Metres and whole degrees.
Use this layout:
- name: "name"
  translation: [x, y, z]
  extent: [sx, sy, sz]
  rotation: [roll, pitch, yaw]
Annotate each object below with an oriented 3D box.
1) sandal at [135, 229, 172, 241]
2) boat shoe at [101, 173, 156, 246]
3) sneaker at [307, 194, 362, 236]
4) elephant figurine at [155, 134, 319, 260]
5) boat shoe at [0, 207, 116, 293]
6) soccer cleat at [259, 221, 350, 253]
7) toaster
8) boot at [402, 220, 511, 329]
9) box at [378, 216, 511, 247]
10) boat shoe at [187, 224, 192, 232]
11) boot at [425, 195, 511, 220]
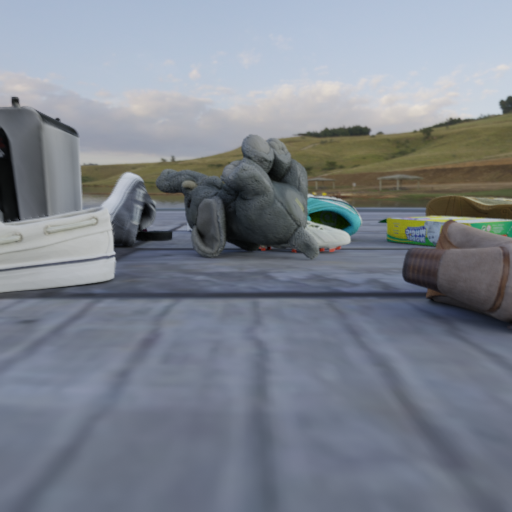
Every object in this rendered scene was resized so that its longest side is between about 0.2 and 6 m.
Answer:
- name: "sandal"
  translation: [-2.778, -0.613, 12.317]
  extent: [2.045, 0.489, 0.769]
  rotation: [3, 6, 17]
- name: "boat shoe"
  translation: [-2.484, -0.920, 11.340]
  extent: [0.938, 0.992, 2.766]
  rotation: [14, 21, -5]
- name: "sneaker"
  translation: [0.712, -0.836, 11.808]
  extent: [3.055, 1.184, 1.217]
  rotation: [0, 15, -2]
- name: "elephant figurine"
  translation: [-0.420, -0.711, 8.935]
  extent: [2.444, 1.896, 1.729]
  rotation: [-26, -48, 36]
- name: "boat shoe"
  translation: [-2.724, -0.108, 5.459]
  extent: [2.813, 0.924, 1.012]
  rotation: [-4, 7, -33]
- name: "soccer cleat"
  translation: [0.627, -0.448, 9.531]
  extent: [1.958, 0.760, 0.679]
  rotation: [3, 7, 25]
- name: "toaster"
  translation: [-4.607, -1.170, 8.839]
  extent: [3.277, 2.151, 3.625]
  rotation: [-3, 8, -8]
- name: "boot"
  translation: [2.135, 0.178, 4.491]
  extent: [1.508, 0.725, 2.063]
  rotation: [11, 12, 30]
- name: "box"
  translation: [3.634, -0.491, 11.010]
  extent: [1.364, 0.562, 2.325]
  rotation: [-4, 10, -30]
- name: "boat shoe"
  translation: [-1.408, -0.835, 14.492]
  extent: [0.582, 0.611, 1.698]
  rotation: [-2, -3, -15]
- name: "boot"
  translation: [5.730, -0.990, 13.699]
  extent: [2.636, 0.959, 2.049]
  rotation: [6, 9, 39]
